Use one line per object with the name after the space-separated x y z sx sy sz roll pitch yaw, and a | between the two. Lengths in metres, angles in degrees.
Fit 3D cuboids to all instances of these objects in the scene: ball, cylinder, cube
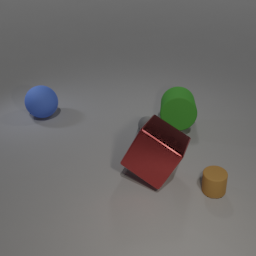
-3.751 -1.139 12.163 1.400 1.400 1.400 0 31 0 | ball
2.549 1.589 8.263 0.700 0.700 0.700 -4 31 2 | cylinder
2.010 -0.803 11.250 1.400 1.400 1.400 4 26 7 | cylinder
0.859 0.689 8.519 1.400 1.400 1.400 34 28 7 | cube
0.747 -0.121 11.085 0.700 0.700 0.700 0 31 0 | ball
